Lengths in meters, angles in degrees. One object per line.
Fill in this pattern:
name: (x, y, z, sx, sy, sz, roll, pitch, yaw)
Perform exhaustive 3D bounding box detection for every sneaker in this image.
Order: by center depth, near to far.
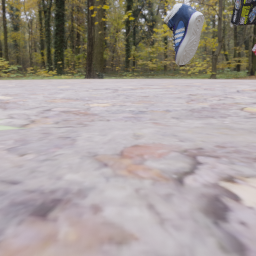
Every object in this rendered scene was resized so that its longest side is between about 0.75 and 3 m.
sneaker: (1.450, -2.701, 8.004, 0.634, 1.575, 1.153, -16, 45, -34)

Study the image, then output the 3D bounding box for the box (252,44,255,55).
box: (3.607, -2.162, 6.367, 0.689, 1.442, 0.719, 12, 40, -11)

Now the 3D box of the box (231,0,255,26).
box: (3.813, -3.884, 7.987, 1.408, 1.757, 0.389, -7, 33, -11)
